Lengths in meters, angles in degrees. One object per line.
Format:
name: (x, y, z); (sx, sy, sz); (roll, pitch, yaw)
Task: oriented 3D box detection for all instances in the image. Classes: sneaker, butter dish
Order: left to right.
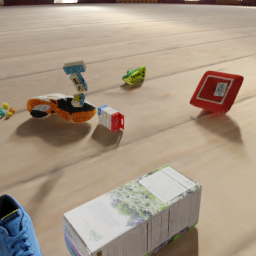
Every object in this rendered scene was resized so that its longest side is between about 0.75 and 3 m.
sneaker: (-1.903, 2.061, 4.761); (0.776, 0.923, 2.355); (-15, 34, -28)
sneaker: (-2.242, -0.867, 9.970); (2.483, 0.940, 1.142); (8, 26, 11)
sneaker: (0.320, -2.594, 13.253); (0.711, 0.630, 1.701); (21, 36, 26)
butter dish: (3.356, -1.157, 10.334); (1.566, 1.160, 1.570); (21, 78, 40)

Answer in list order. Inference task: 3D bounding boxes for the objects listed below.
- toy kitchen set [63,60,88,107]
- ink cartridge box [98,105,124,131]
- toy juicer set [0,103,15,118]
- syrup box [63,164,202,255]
toy kitchen set: (-1.441, -1.250, 8.102); (0.614, 1.042, 0.835); (-5, 53, 18)
ink cartridge box: (-0.564, -0.304, 9.245); (0.339, 0.587, 1.010); (-24, 37, -35)
toy juicer set: (-4.508, -0.503, 9.983); (0.662, 0.283, 1.040); (28, 33, 11)
syrup box: (0.157, 1.713, 5.228); (2.509, 1.022, 0.988); (-21, 33, -31)
